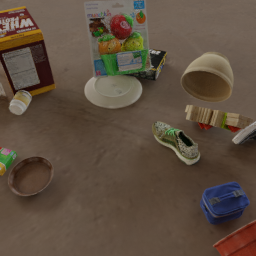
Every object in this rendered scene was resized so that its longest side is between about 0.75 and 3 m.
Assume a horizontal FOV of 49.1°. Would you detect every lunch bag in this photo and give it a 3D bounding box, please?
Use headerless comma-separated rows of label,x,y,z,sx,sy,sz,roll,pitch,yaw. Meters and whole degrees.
lunch bag,2.796,2.190,8.287,1.328,0.879,0.902,-13,48,-13

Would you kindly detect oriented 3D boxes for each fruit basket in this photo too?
fruit basket,-0.247,-3.303,10.351,2.462,2.658,1.246,-13,25,-23

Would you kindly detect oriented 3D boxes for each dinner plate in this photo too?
dinner plate,-0.654,-1.828,12.448,2.578,0.313,2.578,0,49,0

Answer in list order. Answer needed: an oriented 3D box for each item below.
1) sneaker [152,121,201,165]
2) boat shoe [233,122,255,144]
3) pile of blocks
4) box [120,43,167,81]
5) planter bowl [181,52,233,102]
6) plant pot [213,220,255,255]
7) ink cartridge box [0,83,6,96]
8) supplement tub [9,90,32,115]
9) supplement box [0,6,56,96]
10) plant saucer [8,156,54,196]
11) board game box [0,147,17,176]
sneaker,1.752,0.288,9.987,0.848,0.977,2.204,-32,55,-26
boat shoe,4.936,0.101,10.333,2.307,0.828,0.782,-28,77,-17
pile of blocks,3.326,-0.242,10.674,2.573,0.799,1.056,18,2,41
box,0.329,-3.193,13.276,2.642,0.652,2.110,14,38,13
planter bowl,2.501,-1.643,8.550,1.533,1.533,1.031,18,68,16
plant pot,3.192,3.280,6.990,1.522,1.522,1.480,-19,58,-17
ink cartridge box,-5.998,-1.674,11.954,1.332,0.776,0.450,13,48,12
supplement tub,-4.401,-1.040,11.449,0.649,0.649,0.898,6,47,5
supplement box,-4.628,-3.232,12.057,1.809,2.724,2.687,-21,51,-19
plant saucer,-3.158,1.604,9.213,1.473,0.254,1.473,-1,51,1
board game box,-4.652,1.077,9.760,1.204,0.243,0.921,14,49,12
